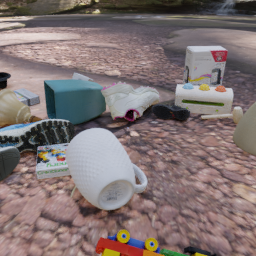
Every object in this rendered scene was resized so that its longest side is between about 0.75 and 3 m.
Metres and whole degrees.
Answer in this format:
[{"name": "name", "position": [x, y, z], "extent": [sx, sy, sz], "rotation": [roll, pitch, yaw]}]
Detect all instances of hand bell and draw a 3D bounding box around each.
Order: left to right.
[{"name": "hand bell", "position": [-3.098, -0.248, 9.390], "extent": [2.633, 1.371, 1.371], "rotation": [20, 32, 10]}]

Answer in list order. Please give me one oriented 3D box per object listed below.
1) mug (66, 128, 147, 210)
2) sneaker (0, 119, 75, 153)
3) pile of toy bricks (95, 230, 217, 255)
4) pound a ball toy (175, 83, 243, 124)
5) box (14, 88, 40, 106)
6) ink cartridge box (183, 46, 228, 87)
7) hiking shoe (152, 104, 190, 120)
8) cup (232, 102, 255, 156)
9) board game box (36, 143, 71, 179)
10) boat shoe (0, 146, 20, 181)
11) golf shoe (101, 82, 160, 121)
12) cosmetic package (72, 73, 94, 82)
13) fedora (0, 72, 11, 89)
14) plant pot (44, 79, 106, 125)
[{"name": "mug", "position": [-0.370, 1.039, 6.504], "extent": [1.874, 1.384, 1.643], "rotation": [16, 21, -33]}, {"name": "sneaker", "position": [-2.939, 0.136, 8.437], "extent": [2.625, 1.029, 1.181], "rotation": [-10, 26, -18]}, {"name": "pile of toy bricks", "position": [0.722, 2.492, 3.908], "extent": [2.713, 1.505, 1.339], "rotation": [17, 57, -2]}, {"name": "pound a ball toy", "position": [3.039, -1.049, 10.636], "extent": [2.470, 1.049, 1.610], "rotation": [6, 28, 13]}, {"name": "box", "position": [-4.780, -1.115, 11.504], "extent": [1.795, 0.370, 1.399], "rotation": [-26, 37, -38]}, {"name": "ink cartridge box", "position": [3.280, -2.417, 12.128], "extent": [1.541, 2.087, 0.894], "rotation": [-5, 29, -8]}, {"name": "hiking shoe", "position": [1.604, -0.598, 10.485], "extent": [1.431, 0.542, 0.720], "rotation": [12, 14, 14]}, {"name": "cup", "position": [4.269, -0.106, 8.538], "extent": [1.844, 1.319, 1.844], "rotation": [0, 28, 0]}, {"name": "board game box", "position": [-1.546, 0.837, 7.784], "extent": [1.887, 0.327, 1.191], "rotation": [-6, 29, -12]}, {"name": "boat shoe", "position": [-3.822, 1.075, 6.781], "extent": [0.777, 0.893, 2.424], "rotation": [27, 44, 34]}, {"name": "golf shoe", "position": [0.232, -0.888, 10.510], "extent": [1.120, 1.361, 2.975], "rotation": [-20, -11, 40]}, {"name": "cosmetic package", "position": [-2.082, -2.164, 12.873], "extent": [0.759, 0.468, 0.761], "rotation": [22, 6, 7]}, {"name": "fedora", "position": [-6.186, -2.227, 13.362], "extent": [1.331, 0.608, 1.331], "rotation": [0, 28, 0]}, {"name": "plant pot", "position": [-1.871, -1.009, 10.256], "extent": [1.983, 1.401, 1.401], "rotation": [-12, 29, -28]}]
